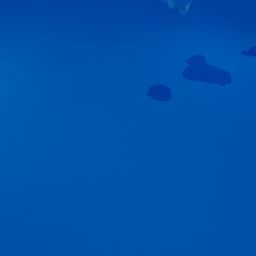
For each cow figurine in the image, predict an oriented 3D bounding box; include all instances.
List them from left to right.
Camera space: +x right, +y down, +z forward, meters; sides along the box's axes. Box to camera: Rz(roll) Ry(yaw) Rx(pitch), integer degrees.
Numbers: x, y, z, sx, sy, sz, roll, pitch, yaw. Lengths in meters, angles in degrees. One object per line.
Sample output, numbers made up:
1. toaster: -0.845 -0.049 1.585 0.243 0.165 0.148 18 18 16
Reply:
1. cow figurine: 1.584 -4.162 8.362 0.843 1.535 1.511 15 64 -29
